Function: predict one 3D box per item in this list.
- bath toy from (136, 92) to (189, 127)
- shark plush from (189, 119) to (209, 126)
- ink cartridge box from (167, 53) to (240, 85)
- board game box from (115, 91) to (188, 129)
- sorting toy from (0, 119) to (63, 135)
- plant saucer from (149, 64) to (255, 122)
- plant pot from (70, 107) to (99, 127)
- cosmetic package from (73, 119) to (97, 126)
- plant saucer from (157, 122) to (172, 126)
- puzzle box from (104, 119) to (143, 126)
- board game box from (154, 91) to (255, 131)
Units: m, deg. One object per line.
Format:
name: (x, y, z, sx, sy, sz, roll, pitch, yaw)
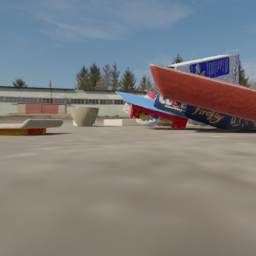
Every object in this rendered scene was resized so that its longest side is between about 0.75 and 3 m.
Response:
bath toy: (1.435, -0.824, 9.513, 2.907, 1.075, 1.264, -12, 28, -35)
shark plush: (3.577, -0.423, 10.865, 2.388, 1.085, 0.995, -6, -27, -25)
ink cartridge box: (2.445, -1.507, 8.776, 2.759, 1.306, 0.512, -17, 20, -27)
board game box: (0.702, -0.307, 6.588, 2.006, 0.494, 2.539, 13, 12, -12)
sorting toy: (-1.486, 0.010, 3.688, 0.986, 0.180, 0.913, -4, 0, 14)
plant saucer: (1.579, -0.556, 4.655, 2.435, 0.447, 2.430, 16, 14, 6)
plant pot: (-1.528, -0.385, 9.911, 1.007, 0.676, 1.007, 0, 1, 0)
cosmetic package: (-1.769, -0.321, 11.390, 0.693, 0.505, 1.363, -1, 0, -23)
plant saucer: (1.674, -0.163, 11.681, 1.068, 0.171, 1.068, 0, 2, 0)
puzzle box: (-0.046, -0.266, 13.346, 1.572, 0.300, 2.363, -1, 2, -25)
board game box: (1.780, -0.373, 5.984, 1.516, 0.387, 2.238, 22, 14, 34)
